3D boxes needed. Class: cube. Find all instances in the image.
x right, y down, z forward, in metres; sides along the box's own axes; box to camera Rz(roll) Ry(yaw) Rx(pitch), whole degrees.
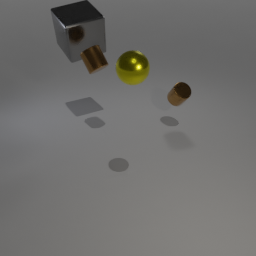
[{"bbox_3d":[-1.709,-3.409,9.857,1.400,1.400,1.400,-23,54,-19],"label":"cube"}]

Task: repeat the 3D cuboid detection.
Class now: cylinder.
[{"bbox_3d":[-1.085,-2.199,9.029,0.700,0.700,0.700,-27,6,3],"label":"cylinder"},{"bbox_3d":[1.930,-1.271,10.574,0.700,0.700,0.700,5,69,-14],"label":"cylinder"}]

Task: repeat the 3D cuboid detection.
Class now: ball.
[{"bbox_3d":[0.097,-1.224,5.716,0.700,0.700,0.700,0,29,0],"label":"ball"}]
